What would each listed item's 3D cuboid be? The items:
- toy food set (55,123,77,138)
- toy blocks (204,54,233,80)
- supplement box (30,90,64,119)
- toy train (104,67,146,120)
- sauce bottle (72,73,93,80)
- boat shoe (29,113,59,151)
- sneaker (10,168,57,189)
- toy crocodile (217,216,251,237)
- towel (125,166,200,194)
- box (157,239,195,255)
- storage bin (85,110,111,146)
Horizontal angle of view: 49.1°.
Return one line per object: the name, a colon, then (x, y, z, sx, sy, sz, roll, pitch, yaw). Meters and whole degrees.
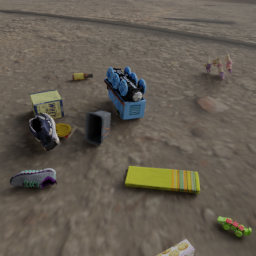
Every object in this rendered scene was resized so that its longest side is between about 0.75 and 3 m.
toy food set: (-2.376, 0.160, 10.468, 0.967, 0.316, 0.569, 11, 57, 23)
toy blocks: (4.903, -3.097, 15.045, 1.397, 1.176, 1.305, -15, -2, 19)
supplement box: (-3.389, -0.952, 11.725, 1.155, 0.775, 1.154, -14, 35, -21)
toy train: (-0.183, -1.562, 11.908, 1.212, 1.597, 2.795, -6, 33, -24)
sauce bottle: (-2.409, -2.754, 14.918, 1.092, 0.361, 0.361, -4, 33, -6)
boat shoe: (-3.119, -0.165, 10.027, 0.796, 0.989, 2.132, -34, 43, -9)
sneaker: (-2.744, 1.544, 8.154, 1.308, 0.487, 0.572, -11, 39, -17)
toy crocodile: (2.634, 2.430, 6.961, 0.820, 0.253, 0.277, 23, 39, 32)
towel: (1.037, 1.545, 8.438, 2.167, 0.196, 0.933, 4, 28, 8)
box: (0.734, 2.960, 6.078, 1.610, 0.311, 0.334, -17, 36, -24)
storage bin: (-0.984, -0.067, 10.113, 0.847, 1.164, 0.782, 17, 27, 24)
